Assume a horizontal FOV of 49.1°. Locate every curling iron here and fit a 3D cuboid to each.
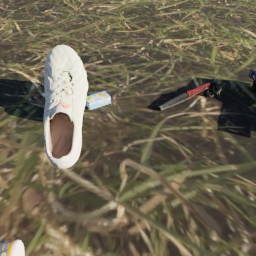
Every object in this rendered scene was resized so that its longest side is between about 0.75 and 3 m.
[{"bbox_3d":[2.237,-1.128,9.913,2.674,0.342,0.663,-18,43,-21],"label":"curling iron"}]

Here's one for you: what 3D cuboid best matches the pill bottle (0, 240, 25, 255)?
[{"bbox_3d":[-2.583,2.486,5.237,1.123,0.653,0.653,-5,39,-5],"label":"pill bottle"}]

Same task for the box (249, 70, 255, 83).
[{"bbox_3d":[5.058,-1.740,9.993,1.183,0.258,0.948,9,28,-1],"label":"box"}]

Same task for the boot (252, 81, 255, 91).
[{"bbox_3d":[5.468,-1.198,9.872,1.795,0.576,1.673,10,39,6],"label":"boot"}]

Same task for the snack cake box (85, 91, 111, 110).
[{"bbox_3d":[-1.066,-0.969,9.769,0.823,0.277,0.474,-21,43,-23],"label":"snack cake box"}]

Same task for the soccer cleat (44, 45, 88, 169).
[{"bbox_3d":[-0.729,-0.292,3.229,0.520,0.582,1.501,-2,81,-5],"label":"soccer cleat"}]
